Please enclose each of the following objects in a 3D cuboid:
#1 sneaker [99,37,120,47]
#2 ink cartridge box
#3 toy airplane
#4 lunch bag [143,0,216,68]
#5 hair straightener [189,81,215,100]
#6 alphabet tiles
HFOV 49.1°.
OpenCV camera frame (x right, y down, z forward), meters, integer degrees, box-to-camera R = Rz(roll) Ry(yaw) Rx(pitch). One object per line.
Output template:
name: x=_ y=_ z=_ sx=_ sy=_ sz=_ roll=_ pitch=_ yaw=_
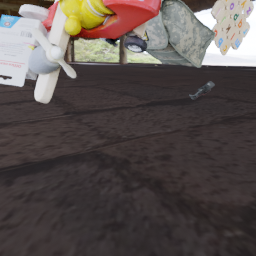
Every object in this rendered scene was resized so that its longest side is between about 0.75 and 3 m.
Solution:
sneaker: x=-0.612 y=-3.151 z=7.609 sx=0.844 sy=2.172 sz=1.519 roll=-40 pitch=63 yaw=-10
ink cartridge box: x=-1.869 y=-1.241 z=4.739 sx=0.677 sy=1.176 sz=0.399 roll=10 pitch=-9 yaw=5
toy airplane: x=-0.928 y=-1.932 z=4.367 sx=2.414 sy=2.425 sz=1.711 roll=-37 pitch=-28 yaw=16
lunch bag: x=0.987 y=-2.674 z=7.778 sx=2.182 sy=1.283 sz=1.790 roll=25 pitch=0 yaw=-35
hair straightener: x=1.515 y=-0.804 z=5.681 sx=0.876 sy=0.337 sz=0.179 roll=-25 pitch=64 yaw=-40
alphabet tiles: x=3.325 y=-3.442 z=8.967 sx=2.017 sy=1.973 sz=0.147 roll=32 pitch=-1 yaw=-44
